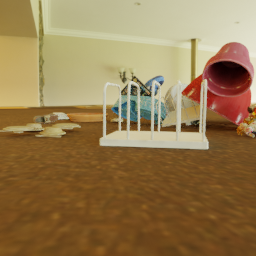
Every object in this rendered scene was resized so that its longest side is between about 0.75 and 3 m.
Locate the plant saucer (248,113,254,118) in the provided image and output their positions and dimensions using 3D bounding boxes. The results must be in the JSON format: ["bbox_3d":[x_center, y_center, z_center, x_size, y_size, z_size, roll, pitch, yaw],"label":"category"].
[{"bbox_3d":[4.698,-0.888,13.228,2.763,0.446,2.763,20,19,-7],"label":"plant saucer"}]

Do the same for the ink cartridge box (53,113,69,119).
[{"bbox_3d":[-3.591,-0.720,16.404,1.516,0.433,1.232,-7,7,-19],"label":"ink cartridge box"}]

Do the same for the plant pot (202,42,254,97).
[{"bbox_3d":[3.356,-2.020,9.212,1.553,1.553,1.390,3,48,31],"label":"plant pot"}]

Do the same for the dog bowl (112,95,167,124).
[{"bbox_3d":[0.530,-0.856,12.592,2.788,0.691,1.554,7,-19,42],"label":"dog bowl"}]

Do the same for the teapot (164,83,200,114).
[{"bbox_3d":[2.741,-1.124,14.330,2.167,2.139,1.583,25,-38,-1],"label":"teapot"}]

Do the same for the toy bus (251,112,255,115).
[{"bbox_3d":[7.075,-0.715,16.016,1.293,0.421,0.506,-3,5,-23],"label":"toy bus"}]

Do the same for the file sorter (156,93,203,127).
[{"bbox_3d":[2.039,-0.858,11.106,1.588,0.989,1.102,-13,24,32],"label":"file sorter"}]

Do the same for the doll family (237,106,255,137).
[{"bbox_3d":[3.939,-0.081,8.545,1.076,0.781,1.733,0,30,36],"label":"doll family"}]

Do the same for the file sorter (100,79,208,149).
[{"bbox_3d":[0.715,-0.395,7.208,2.517,1.567,1.747,1,5,12],"label":"file sorter"}]

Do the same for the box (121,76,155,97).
[{"bbox_3d":[0.411,-1.613,13.329,1.447,1.150,0.333,50,13,31],"label":"box"}]

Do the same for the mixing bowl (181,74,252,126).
[{"bbox_3d":[3.603,-1.307,10.764,2.818,1.526,2.818,28,11,-6],"label":"mixing bowl"}]

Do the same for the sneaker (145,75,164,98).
[{"bbox_3d":[1.082,-1.686,14.467,0.996,2.421,0.895,45,-3,26],"label":"sneaker"}]

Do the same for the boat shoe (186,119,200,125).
[{"bbox_3d":[2.916,-0.457,12.198,0.589,0.654,1.849,9,9,20],"label":"boat shoe"}]

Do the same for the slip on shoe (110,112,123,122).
[{"bbox_3d":[-0.553,-0.600,14.296,0.657,0.523,1.727,0,6,1],"label":"slip on shoe"}]

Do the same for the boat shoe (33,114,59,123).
[{"bbox_3d":[-3.831,-0.403,13.132,1.160,0.439,0.416,-12,13,-18],"label":"boat shoe"}]

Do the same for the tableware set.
[{"bbox_3d":[-2.797,0.047,9.256,2.005,0.278,2.400,1,6,7],"label":"tableware set"}]

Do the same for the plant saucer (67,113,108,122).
[{"bbox_3d":[-2.112,-0.564,14.637,2.112,0.395,2.112,-1,5,0],"label":"plant saucer"}]
